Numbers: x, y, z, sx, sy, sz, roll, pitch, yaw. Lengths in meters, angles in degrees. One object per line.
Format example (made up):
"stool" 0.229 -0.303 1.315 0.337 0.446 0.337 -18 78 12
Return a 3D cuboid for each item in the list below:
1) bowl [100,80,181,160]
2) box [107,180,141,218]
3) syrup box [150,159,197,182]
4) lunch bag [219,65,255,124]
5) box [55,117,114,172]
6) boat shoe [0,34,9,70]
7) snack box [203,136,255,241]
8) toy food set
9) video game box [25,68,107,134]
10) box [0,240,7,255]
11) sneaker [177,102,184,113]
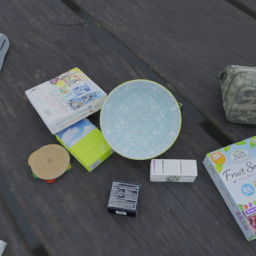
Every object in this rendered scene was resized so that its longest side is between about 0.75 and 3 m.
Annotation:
"bowl" 0.437 -0.260 9.784 2.649 1.425 2.649 0 89 3
"box" -0.115 2.238 8.870 0.943 0.581 0.935 8 58 5
"syrup box" 1.499 1.431 9.383 1.488 0.586 0.606 2 57 2
"lunch bag" 4.886 -1.400 10.469 2.633 1.834 2.208 5 45 0
"box" -1.604 0.426 10.073 1.285 0.502 2.108 -39 64 -23
"boat shoe" -6.003 -3.059 12.212 0.821 0.953 2.646 -8 50 20
"snack box" 4.016 1.834 9.026 2.004 0.746 2.818 -18 59 -11
"toy food set" -2.689 1.195 9.689 1.382 0.336 1.368 -26 61 -16
"video game box" -2.366 -1.151 10.689 2.352 0.604 2.582 -31 47 -16
"box" -4.132 3.640 8.050 0.821 0.450 0.931 12 58 7
"sneaker" 0.907 -1.148 10.796 2.585 1.008 1.101 19 59 12
